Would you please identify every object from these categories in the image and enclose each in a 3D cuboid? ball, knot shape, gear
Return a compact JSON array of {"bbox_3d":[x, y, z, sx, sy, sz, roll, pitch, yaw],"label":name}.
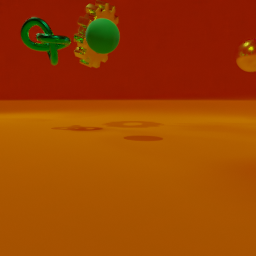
[{"bbox_3d":[-0.526,-1.905,5.831,0.707,0.707,0.707,0,6,0],"label":"ball"},{"bbox_3d":[-2.236,-2.328,7.813,1.372,0.634,1.283,22,-25,11],"label":"knot shape"},{"bbox_3d":[-0.959,-2.946,8.925,0.372,2.009,2.009,25,14,18],"label":"gear"},{"bbox_3d":[3.704,-2.152,8.334,0.956,0.956,0.956,0,6,0],"label":"ball"}]
